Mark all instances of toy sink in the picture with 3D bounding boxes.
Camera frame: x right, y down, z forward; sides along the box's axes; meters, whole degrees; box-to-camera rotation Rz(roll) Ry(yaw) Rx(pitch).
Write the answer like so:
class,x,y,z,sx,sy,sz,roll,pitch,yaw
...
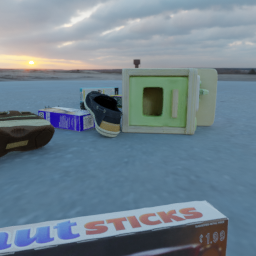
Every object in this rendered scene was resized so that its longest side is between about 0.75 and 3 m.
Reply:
class,x,y,z,sx,sy,sz,roll,pitch,yaw
toy sink,1.319,-0.868,8.487,2.885,1.880,1.616,2,12,6

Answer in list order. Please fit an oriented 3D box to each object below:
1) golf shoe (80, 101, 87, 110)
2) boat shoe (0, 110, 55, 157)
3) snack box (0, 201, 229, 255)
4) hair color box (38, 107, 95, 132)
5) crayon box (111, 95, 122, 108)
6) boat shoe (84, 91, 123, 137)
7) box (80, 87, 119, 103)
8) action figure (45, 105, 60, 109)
class,x,y,z,sx,sy,sz,roll,pitch,yaw
golf shoe,-1.751,-0.859,11.839,0.778,0.640,1.646,-11,4,18
boat shoe,-2.826,0.061,5.807,0.973,0.971,2.630,42,21,23
snack box,-0.650,1.046,1.598,2.597,0.934,0.316,-3,12,-15
hair color box,-1.955,-0.316,9.044,1.705,0.553,0.932,6,13,27
crayon box,0.307,-1.315,13.803,1.662,0.561,1.926,-8,14,-39
boat shoe,-0.725,-0.656,8.477,0.963,0.803,2.580,10,23,-22
box,-1.552,-1.785,15.317,2.093,0.861,0.515,-5,13,-25
action figure,-3.129,-0.823,12.207,1.084,0.296,0.640,10,12,26
